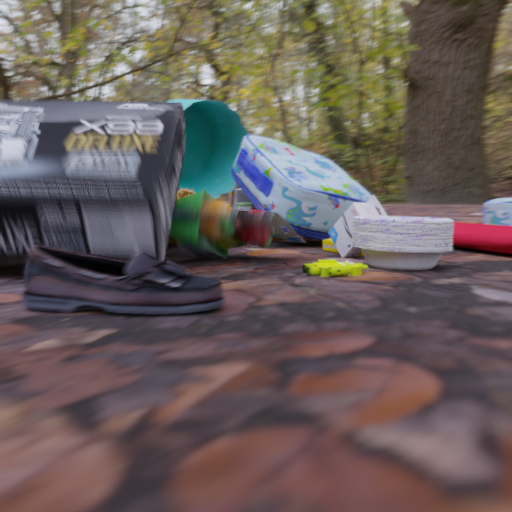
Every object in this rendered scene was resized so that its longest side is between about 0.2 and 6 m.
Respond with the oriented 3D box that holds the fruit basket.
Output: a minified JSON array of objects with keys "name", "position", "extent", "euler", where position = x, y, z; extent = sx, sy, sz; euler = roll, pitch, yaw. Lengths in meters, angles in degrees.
[{"name":"fruit basket","position":[-0.311,-0.367,8.202],"extent":[1.758,0.824,1.629],"euler":[9,-10,20]}]

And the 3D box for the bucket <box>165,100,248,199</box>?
[{"name":"bucket","position":[-1.456,-2.514,12.937],"extent":[2.335,2.335,1.519],"euler":[-5,20,-36]}]

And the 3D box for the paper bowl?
[{"name":"paper bowl","position":[1.999,-0.188,7.713],"extent":[1.349,0.701,1.349],"euler":[0,7,0]}]

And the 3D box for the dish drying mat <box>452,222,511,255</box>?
[{"name":"dish drying mat","position":[4.166,-0.413,10.902],"extent":[1.793,0.425,4.669],"euler":[-3,7,-15]}]

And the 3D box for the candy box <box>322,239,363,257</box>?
[{"name":"candy box","position":[2.221,-0.305,9.882],"extent":[1.930,0.255,0.986],"euler":[-12,10,-31]}]

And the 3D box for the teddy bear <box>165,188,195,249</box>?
[{"name":"teddy bear","position":[-2.246,-0.646,9.599],"extent":[2.660,1.225,3.668],"euler":[0,6,21]}]

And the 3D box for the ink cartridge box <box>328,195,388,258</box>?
[{"name":"ink cartridge box","position":[1.577,-0.455,8.698],"extent":[0.317,0.542,0.935],"euler":[-4,-35,-36]}]

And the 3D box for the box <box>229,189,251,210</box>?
[{"name":"box","position":[-0.115,-1.128,14.098],"extent":[1.016,1.128,2.005],"euler":[0,5,-7]}]

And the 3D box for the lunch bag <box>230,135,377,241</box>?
[{"name":"lunch bag","position":[0.832,-1.379,11.355],"extent":[2.309,1.184,2.872],"euler":[10,26,-31]}]

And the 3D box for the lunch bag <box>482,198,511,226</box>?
[{"name":"lunch bag","position":[6.129,-0.886,12.858],"extent":[1.798,0.922,2.236],"euler":[4,8,24]}]

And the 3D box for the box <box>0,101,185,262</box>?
[{"name":"box","position":[-2.974,-1.120,7.449],"extent":[3.860,0.960,3.044],"euler":[1,35,-1]}]

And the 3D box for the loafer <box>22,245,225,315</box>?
[{"name":"loafer","position":[-1.183,0.198,4.927],"extent":[1.806,0.569,0.649],"euler":[0,7,4]}]

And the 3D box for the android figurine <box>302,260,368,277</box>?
[{"name":"android figurine","position":[1.008,0.160,7.124],"extent":[0.795,0.163,0.723],"euler":[-2,7,-6]}]

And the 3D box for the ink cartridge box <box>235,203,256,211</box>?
[{"name":"ink cartridge box","position":[0.201,-0.752,12.133],"extent":[0.472,0.827,1.592],"euler":[5,8,36]}]
